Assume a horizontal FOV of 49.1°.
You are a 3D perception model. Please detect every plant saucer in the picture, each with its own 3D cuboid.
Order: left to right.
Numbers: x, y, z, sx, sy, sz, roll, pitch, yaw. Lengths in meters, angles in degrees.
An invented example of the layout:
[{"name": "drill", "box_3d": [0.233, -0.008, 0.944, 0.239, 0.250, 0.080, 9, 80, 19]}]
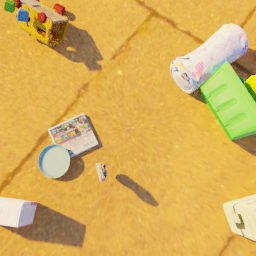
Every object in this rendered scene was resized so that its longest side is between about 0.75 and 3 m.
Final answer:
[{"name": "plant saucer", "box_3d": [-2.534, 1.143, 9.676, 1.170, 0.160, 1.170, -2, 81, 11]}]

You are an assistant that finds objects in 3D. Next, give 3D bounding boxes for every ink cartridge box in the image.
[{"name": "ink cartridge box", "box_3d": [-4.003, 2.563, 8.772, 1.831, 1.334, 0.777, 9, 75, 2]}, {"name": "ink cartridge box", "box_3d": [4.132, 2.525, 8.239, 1.775, 2.421, 1.006, -14, 78, -3]}]

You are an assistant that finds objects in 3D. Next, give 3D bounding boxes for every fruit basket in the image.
[{"name": "fruit basket", "box_3d": [4.134, -1.065, 9.616, 2.748, 1.982, 2.748, -2, 83, 15]}]

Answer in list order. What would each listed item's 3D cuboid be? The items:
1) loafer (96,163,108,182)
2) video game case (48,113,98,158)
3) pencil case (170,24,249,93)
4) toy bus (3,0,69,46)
[{"name": "loafer", "box_3d": [-0.796, 1.359, 8.852, 0.336, 1.067, 0.384, -7, 107, -12]}, {"name": "video game case", "box_3d": [-1.957, 0.320, 10.002, 1.418, 0.163, 1.292, -26, 76, -6]}, {"name": "pencil case", "box_3d": [2.942, -2.546, 10.218, 2.954, 1.228, 1.340, -36, 87, -10]}, {"name": "toy bus", "box_3d": [-3.529, -4.114, 10.651, 2.291, 1.254, 2.428, 6, 38, -28]}]
